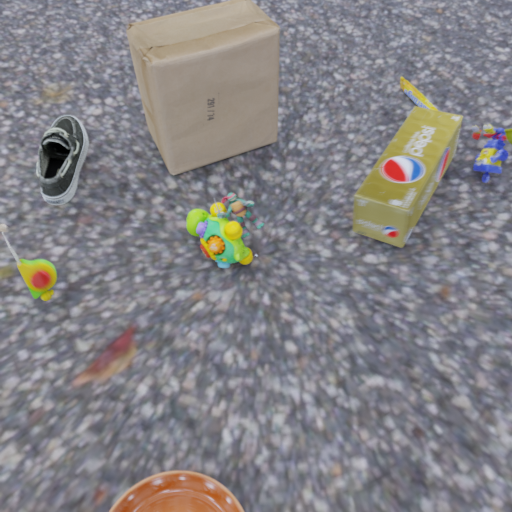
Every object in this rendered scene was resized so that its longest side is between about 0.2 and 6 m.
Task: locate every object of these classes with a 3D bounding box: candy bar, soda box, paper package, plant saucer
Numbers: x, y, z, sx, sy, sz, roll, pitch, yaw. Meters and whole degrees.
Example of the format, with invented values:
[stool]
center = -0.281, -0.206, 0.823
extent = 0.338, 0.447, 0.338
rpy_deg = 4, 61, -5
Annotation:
[candy bar]
center = 3.838, -3.650, 13.141
extent = 0.172, 0.387, 1.552
rpy_deg = -26, 57, -4
[soda box]
center = 3.042, -1.659, 11.126
extent = 1.060, 1.002, 3.130
rpy_deg = 21, 53, 24
[paper package]
center = -0.961, -3.417, 11.403
extent = 2.710, 2.844, 1.471
rpy_deg = -20, 55, -14
[plant saucer]
center = -1.076, 3.945, 7.394
extent = 2.088, 0.337, 2.088
rpy_deg = 0, 54, 0

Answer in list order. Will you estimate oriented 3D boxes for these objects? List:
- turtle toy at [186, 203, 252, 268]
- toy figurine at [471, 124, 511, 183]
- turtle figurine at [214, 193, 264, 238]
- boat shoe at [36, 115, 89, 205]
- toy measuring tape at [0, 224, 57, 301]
[turtle toy]
center = -0.727, -0.376, 10.264
extent = 0.761, 1.097, 1.506
rpy_deg = -33, 54, -8
[toy figurine]
center = 4.992, -1.988, 11.378
extent = 0.982, 1.116, 1.862
rpy_deg = 15, 9, -13
[turtle figurine]
center = -0.293, -0.794, 9.795
extent = 0.678, 0.906, 0.456
rpy_deg = -26, 23, 24
[boat shoe]
center = -4.086, -2.241, 11.794
extent = 0.887, 0.799, 2.510
rpy_deg = -6, 53, -4
[toy measuring tape]
center = -3.744, 0.085, 9.416
extent = 0.555, 1.509, 0.555
rpy_deg = -14, 25, 7
